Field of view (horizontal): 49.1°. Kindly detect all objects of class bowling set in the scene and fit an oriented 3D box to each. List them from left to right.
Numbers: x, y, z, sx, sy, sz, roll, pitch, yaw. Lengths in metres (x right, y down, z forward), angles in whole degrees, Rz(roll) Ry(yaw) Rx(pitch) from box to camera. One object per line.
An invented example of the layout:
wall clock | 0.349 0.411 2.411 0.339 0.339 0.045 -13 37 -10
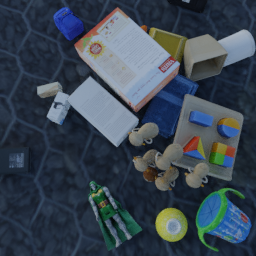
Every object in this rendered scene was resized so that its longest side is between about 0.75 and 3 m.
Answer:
bowling set | 0.937 1.254 8.371 2.569 1.379 1.788 37 121 16

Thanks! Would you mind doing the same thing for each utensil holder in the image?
utensil holder | 3.634 -2.752 9.750 1.127 0.958 0.958 -22 80 -2

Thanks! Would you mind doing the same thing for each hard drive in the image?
hard drive | -3.910 1.101 9.358 1.239 0.204 0.864 -3 79 -1

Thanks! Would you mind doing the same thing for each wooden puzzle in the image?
wooden puzzle | 2.660 0.274 9.034 2.247 0.562 2.426 17 76 -12

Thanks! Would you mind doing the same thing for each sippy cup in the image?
sippy cup | 2.965 2.815 8.556 1.245 1.334 1.699 33 115 -4

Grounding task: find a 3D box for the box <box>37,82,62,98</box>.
box | -2.668 -1.295 9.560 0.761 0.361 0.296 -13 71 10

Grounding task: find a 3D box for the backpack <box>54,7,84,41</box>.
backpack | -2.150 -3.831 10.034 0.797 0.823 0.980 -38 78 -14

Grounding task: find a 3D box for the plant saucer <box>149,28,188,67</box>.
plant saucer | 1.319 -2.879 10.074 1.442 0.349 1.442 18 79 3

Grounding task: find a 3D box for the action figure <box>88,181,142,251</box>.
action figure | -0.651 2.642 8.904 1.260 0.583 2.133 -32 77 -3

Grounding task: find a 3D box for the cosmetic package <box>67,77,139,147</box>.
cosmetic package | -0.818 -0.528 9.379 2.207 0.786 1.119 43 82 8

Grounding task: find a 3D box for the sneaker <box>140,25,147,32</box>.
sneaker | 0.319 -3.430 10.175 0.954 0.368 0.348 -38 80 -8

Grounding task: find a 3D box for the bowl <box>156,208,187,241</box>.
bowl | 1.409 3.068 8.798 1.030 0.554 1.030 0 79 -1

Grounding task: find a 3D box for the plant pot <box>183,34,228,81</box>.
plant pot | 2.513 -2.458 9.628 1.217 1.216 1.077 -17 68 -3

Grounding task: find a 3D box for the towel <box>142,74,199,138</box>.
towel | 1.425 -0.826 9.577 1.202 0.523 2.154 28 80 6

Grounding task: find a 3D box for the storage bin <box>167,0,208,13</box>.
storage bin | 2.238 -4.897 10.152 1.426 0.964 0.669 19 79 4

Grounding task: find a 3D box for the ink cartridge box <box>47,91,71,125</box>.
ink cartridge box | -2.292 -0.663 9.459 0.396 0.686 0.946 21 80 5

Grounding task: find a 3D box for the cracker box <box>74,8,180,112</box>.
cracker box | -0.037 -2.274 9.362 1.994 0.859 2.978 -42 77 -6
